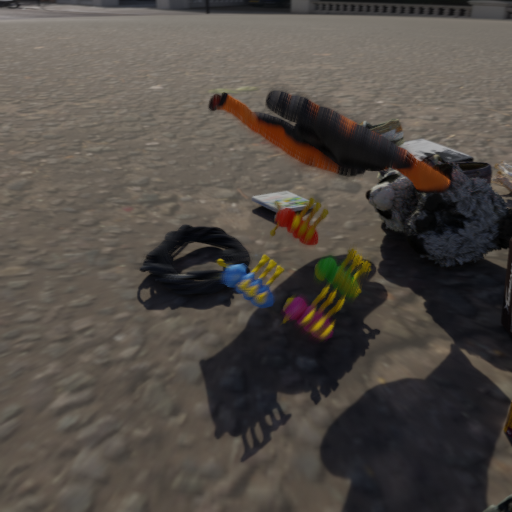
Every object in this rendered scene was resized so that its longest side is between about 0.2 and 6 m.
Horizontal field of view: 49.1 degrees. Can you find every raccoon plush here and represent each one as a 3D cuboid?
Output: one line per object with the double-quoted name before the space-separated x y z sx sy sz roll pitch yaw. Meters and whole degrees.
"raccoon plush" 3.135 -0.523 8.832 2.880 1.394 1.930 27 11 -11

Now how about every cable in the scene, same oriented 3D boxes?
"cable" -0.771 -0.014 8.112 1.367 0.426 1.676 14 31 24

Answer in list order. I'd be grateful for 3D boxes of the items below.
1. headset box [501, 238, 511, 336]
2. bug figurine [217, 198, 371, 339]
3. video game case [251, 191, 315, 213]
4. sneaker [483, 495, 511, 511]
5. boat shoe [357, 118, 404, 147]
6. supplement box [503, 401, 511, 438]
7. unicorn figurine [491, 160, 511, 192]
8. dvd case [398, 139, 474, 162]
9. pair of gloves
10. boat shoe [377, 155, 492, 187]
"headset box" 4.022 0.778 5.171 2.368 1.195 3.186 -1 17 4
"bug figurine" 0.512 0.206 6.917 1.620 0.538 2.089 40 44 1
"video game case" 0.499 -0.971 10.144 0.876 0.096 0.798 -13 30 -38
"sneaker" 1.162 2.108 3.446 3.049 1.166 1.747 11 28 13
"boat shoe" 2.499 -2.805 12.923 1.756 0.601 0.656 -2 26 22
"supplement box" 2.657 1.631 5.068 0.307 0.396 0.717 -13 31 -23
"unicorn figurine" 5.214 -1.546 10.953 1.044 0.561 1.519 30 54 27
"dvd case" 3.804 -2.259 12.524 1.220 0.201 1.623 -14 30 -24
"pair of gloves" 0.883 -1.562 7.838 2.748 0.381 3.084 22 3 -27
"boat shoe" 3.431 -1.616 10.795 2.136 0.692 0.768 12 33 24
